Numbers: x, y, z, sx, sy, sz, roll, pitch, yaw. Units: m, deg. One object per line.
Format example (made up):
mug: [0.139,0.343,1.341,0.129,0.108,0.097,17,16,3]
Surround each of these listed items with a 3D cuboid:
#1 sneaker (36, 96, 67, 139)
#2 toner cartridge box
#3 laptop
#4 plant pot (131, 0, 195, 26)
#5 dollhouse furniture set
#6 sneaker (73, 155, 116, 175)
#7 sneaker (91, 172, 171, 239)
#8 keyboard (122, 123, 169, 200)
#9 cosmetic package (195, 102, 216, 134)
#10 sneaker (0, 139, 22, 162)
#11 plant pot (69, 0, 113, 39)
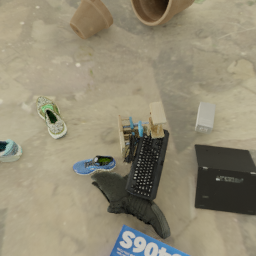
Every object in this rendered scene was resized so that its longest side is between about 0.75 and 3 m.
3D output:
sneaker: [-2.745,-0.555,9.899,0.738,0.851,1.920,-29,62,-17]
toner cartridge box: [0.899,3.791,7.269,2.880,0.622,1.368,20,60,13]
laptop: [3.065,1.582,8.997,1.848,1.144,1.974,6,86,4]
plant pot: [1.811,-6.224,12.689,2.408,2.761,2.761,-23,59,-34]
dollhouse furniture set: [0.370,-0.140,9.026,1.324,1.879,1.316,-6,58,-4]
sneaker: [-1.090,1.111,8.985,1.385,0.617,0.544,-11,58,-6]
sneaker: [0.011,2.251,8.199,1.382,0.796,2.650,-23,56,-14]
keyboard: [0.488,0.853,8.418,1.261,0.480,2.423,14,57,4]
cosmetic package: [2.772,-0.374,10.030,0.570,0.482,1.068,14,56,9]
sneaker: [-4.561,0.713,9.086,1.999,0.863,0.776,-11,58,-7]
plant pot: [-1.721,-4.739,12.247,1.697,1.697,1.480,40,83,22]
